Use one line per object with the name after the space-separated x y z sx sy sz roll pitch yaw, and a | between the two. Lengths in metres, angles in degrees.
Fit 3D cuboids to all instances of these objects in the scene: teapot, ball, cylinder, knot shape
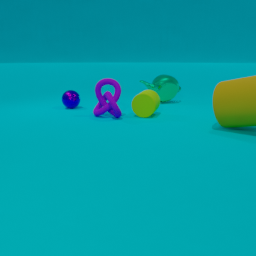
1.501 -1.816 12.328 2.044 1.271 1.001 2 39 -26 | teapot
-2.271 -1.145 11.175 0.737 0.737 0.737 0 14 0 | ball
3.246 -0.706 7.680 1.345 1.345 1.345 -4 8 45 | cylinder
-0.758 -0.890 9.610 0.646 1.399 1.309 -4 -19 -42 | knot shape
0.635 -0.860 9.777 0.842 0.842 0.842 4 17 17 | cylinder
